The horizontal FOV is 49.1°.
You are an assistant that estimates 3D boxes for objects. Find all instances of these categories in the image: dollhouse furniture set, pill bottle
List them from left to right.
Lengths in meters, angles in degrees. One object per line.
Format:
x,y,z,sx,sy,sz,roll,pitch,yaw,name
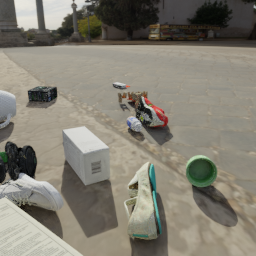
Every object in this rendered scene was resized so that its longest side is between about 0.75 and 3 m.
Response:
0.340,-1.506,14.796,1.501,0.773,1.485,-6,11,-15,dollhouse furniture set
0.271,-0.142,11.350,0.460,0.460,0.821,-8,23,-20,pill bottle

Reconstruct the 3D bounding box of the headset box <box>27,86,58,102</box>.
-4.815,-1.925,15.713,1.312,0.609,1.143,4,22,11,headset box

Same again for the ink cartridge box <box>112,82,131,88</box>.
-0.434,-2.885,18.748,0.839,0.211,0.967,-18,28,-36,ink cartridge box

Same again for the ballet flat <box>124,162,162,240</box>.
0.302,1.556,6.561,0.776,0.839,2.489,-9,20,6,ballet flat

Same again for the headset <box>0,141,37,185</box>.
-3.299,0.838,7.543,1.739,1.323,2.817,-11,11,-29,headset

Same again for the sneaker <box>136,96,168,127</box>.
1.046,-0.634,12.351,1.071,0.972,2.524,10,23,-18,sneaker

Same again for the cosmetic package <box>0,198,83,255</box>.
-1.865,2.209,4.536,2.335,1.019,1.207,18,28,38,cosmetic package

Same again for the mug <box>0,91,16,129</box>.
-5.663,-0.733,11.864,1.729,1.456,1.972,-5,52,-26,mug

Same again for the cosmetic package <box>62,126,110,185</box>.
-1.286,0.748,8.302,0.806,1.023,1.901,-11,25,-26,cosmetic package

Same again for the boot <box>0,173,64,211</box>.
-2.422,1.671,6.560,1.951,0.718,0.933,7,27,40,boot

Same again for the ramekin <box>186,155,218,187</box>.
1.967,1.142,7.595,0.830,0.830,0.405,2,12,6,ramekin
